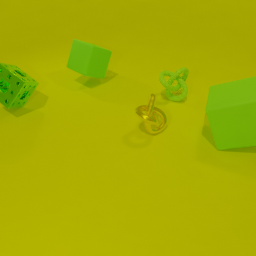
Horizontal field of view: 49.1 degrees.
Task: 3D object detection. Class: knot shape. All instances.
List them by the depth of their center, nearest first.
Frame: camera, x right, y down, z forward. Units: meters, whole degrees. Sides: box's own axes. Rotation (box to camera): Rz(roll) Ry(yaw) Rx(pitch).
[{"bbox_3d":[0.592,-0.357,7.504,0.507,1.098,1.027,-16,1,32],"label":"knot shape"},{"bbox_3d":[1.436,-1.466,8.915,1.038,1.110,0.513,16,4,-22],"label":"knot shape"}]

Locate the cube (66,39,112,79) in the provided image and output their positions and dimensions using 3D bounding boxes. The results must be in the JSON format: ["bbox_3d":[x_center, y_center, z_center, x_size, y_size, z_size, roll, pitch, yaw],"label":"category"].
[{"bbox_3d":[-1.344,-2.384,9.720,1.001,1.001,1.001,29,19,31],"label":"cube"}]

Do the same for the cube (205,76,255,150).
[{"bbox_3d":[2.785,-0.372,7.074,1.261,1.261,1.261,-10,31,27],"label":"cube"}]

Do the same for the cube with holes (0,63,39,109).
[{"bbox_3d":[-3.465,-1.251,8.360,0.936,0.936,0.936,37,10,0],"label":"cube with holes"}]
